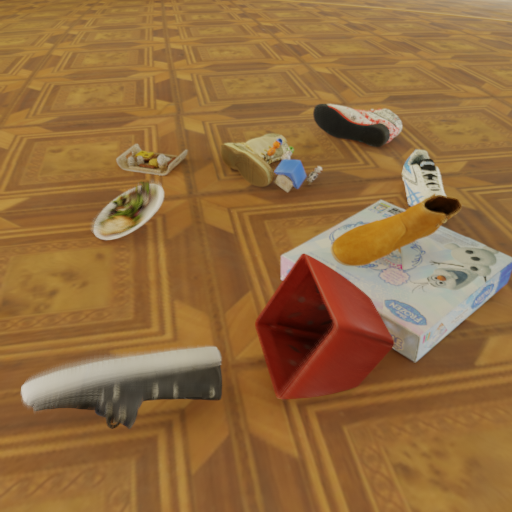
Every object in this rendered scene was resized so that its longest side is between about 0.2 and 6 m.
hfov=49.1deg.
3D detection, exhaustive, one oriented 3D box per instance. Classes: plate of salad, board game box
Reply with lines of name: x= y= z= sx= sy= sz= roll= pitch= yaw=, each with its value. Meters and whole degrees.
plate of salad: x=-2.899 y=-1.066 z=12.514 sx=1.812 sy=0.435 sz=1.812 roll=-19 pitch=39 yaw=16
board game box: x=2.672 y=0.262 z=10.785 sx=3.143 sy=0.685 sz=3.158 roll=-27 pitch=43 yaw=-34

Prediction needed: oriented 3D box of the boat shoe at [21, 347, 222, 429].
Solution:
boat shoe: x=-1.783 y=1.958 z=7.940 sx=2.800 sy=0.979 sz=0.928 roll=-5 pitch=72 yaw=-26

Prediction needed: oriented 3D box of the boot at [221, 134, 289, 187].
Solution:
boot: x=0.263 y=-2.625 z=14.975 sx=1.693 sy=0.793 sz=2.179 roll=-20 pitch=36 yaw=-26

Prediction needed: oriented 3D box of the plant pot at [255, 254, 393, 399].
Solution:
plant pot: x=1.100 y=1.183 z=8.590 sx=1.409 sy=1.598 sz=1.599 roll=17 pitch=32 yaw=-28

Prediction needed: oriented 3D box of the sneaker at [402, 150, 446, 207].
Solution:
sneaker: x=4.102 y=-1.763 z=13.582 sx=0.912 sy=0.920 sz=2.539 roll=0 pitch=36 yaw=-1

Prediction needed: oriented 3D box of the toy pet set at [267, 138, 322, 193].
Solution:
toy pet set: x=0.948 y=-2.362 z=14.102 sx=1.438 sy=0.764 sz=1.342 roll=36 pitch=58 yaw=-1

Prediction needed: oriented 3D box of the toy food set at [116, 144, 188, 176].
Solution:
toy food set: x=-2.834 y=-2.722 z=15.339 sx=1.608 sy=0.486 sz=1.154 roll=11 pitch=36 yaw=15

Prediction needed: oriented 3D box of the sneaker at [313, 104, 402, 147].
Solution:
sneaker: x=3.116 y=-4.096 z=17.044 sx=2.602 sy=0.869 sz=1.395 roll=28 pitch=42 yaw=29

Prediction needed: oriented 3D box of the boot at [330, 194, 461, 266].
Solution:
boot: x=2.478 y=-0.531 z=9.949 sx=2.123 sy=1.520 sz=0.747 roll=-15 pitch=74 yaw=-26
